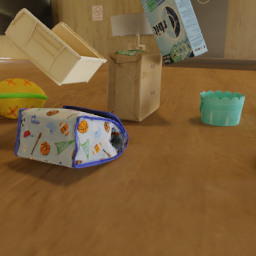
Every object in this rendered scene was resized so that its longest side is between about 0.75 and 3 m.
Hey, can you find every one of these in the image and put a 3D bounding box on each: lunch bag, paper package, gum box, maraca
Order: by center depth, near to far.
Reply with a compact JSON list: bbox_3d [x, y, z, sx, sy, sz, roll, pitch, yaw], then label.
[{"bbox_3d":[-1.107,0.138,6.076,1.655,1.206,1.947,9,2,29],"label":"lunch bag"},{"bbox_3d":[1.375,-3.282,8.807,0.525,2.356,2.002,-26,12,-14],"label":"gum box"},{"bbox_3d":[-3.946,-0.968,9.257,2.483,1.328,1.702,-4,-3,-30],"label":"maraca"},{"bbox_3d":[0.279,-1.536,9.640,1.203,2.216,2.325,9,20,21],"label":"paper package"}]

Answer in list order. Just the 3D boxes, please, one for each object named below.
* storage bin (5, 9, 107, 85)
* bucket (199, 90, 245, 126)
[{"bbox_3d":[-1.702,-1.962,6.938,1.798,0.849,1.811,42,18,2],"label":"storage bin"},{"bbox_3d":[2.984,-0.655,9.015,1.413,0.919,1.413,1,17,0],"label":"bucket"}]
